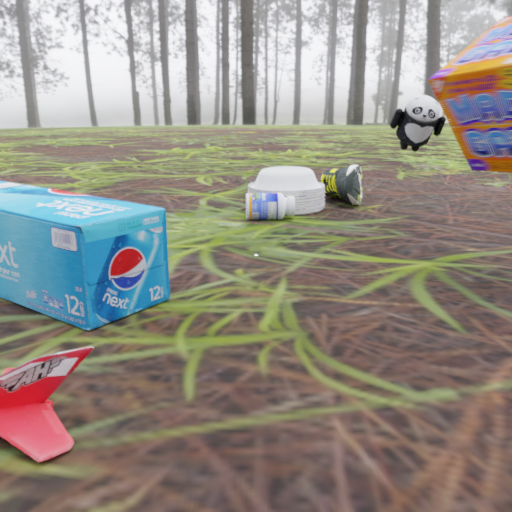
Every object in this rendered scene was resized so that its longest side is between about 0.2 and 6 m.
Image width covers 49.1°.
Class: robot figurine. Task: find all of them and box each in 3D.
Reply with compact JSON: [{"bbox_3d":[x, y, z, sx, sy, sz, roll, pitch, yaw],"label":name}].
[{"bbox_3d":[2.522,-2.064,8.763,0.669,0.890,0.555,-22,56,-27],"label":"robot figurine"}]

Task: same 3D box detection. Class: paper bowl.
[{"bbox_3d":[0.646,-1.442,12.075,1.670,0.869,1.670,-1,17,0],"label":"paper bowl"}]

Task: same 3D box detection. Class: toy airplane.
[{"bbox_3d":[-2.498,1.114,3.742,2.821,0.519,2.821,2,19,-1],"label":"toy airplane"}]

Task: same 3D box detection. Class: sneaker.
[{"bbox_3d":[1.932,-1.602,12.927,1.006,0.885,2.378,-2,6,13],"label":"sneaker"}]

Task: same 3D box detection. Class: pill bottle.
[{"bbox_3d":[0.274,-0.974,11.027,0.949,0.532,0.532,-1,16,-2],"label":"pill bottle"}]

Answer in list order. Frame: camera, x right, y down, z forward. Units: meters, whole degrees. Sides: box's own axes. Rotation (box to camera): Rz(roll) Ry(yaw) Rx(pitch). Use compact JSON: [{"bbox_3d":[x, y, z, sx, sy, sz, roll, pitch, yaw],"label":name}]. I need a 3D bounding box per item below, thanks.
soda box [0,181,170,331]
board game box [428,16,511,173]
[{"bbox_3d":[-2.819,-0.184,7.113,3.645,1.170,1.236,12,20,35],"label":"soda box"},{"bbox_3d":[3.062,-1.838,6.243,1.320,1.319,1.319,-41,22,-12],"label":"board game box"}]
